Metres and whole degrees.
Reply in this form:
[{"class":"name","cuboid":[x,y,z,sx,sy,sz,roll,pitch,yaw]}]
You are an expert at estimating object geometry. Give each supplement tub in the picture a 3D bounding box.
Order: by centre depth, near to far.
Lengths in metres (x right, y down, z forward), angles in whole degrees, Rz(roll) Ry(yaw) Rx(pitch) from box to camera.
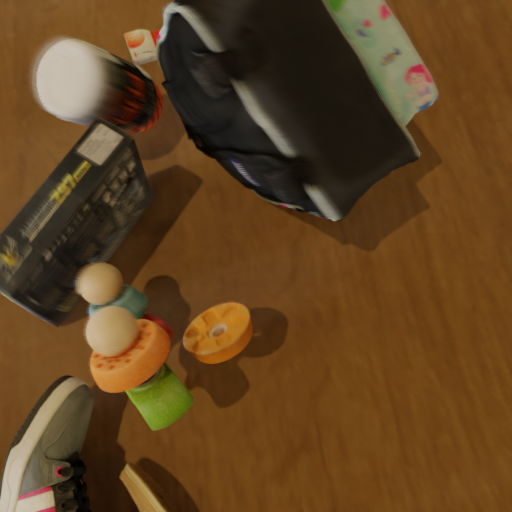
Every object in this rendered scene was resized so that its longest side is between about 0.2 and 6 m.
[{"class":"supplement tub","cuboid":[-2.200,-2.396,8.230,1.091,1.780,1.091,1,94,23]}]

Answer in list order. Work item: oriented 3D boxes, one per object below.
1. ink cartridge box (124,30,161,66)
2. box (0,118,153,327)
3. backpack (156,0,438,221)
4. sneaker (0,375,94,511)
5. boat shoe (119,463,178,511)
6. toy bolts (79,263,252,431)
[{"class":"ink cartridge box","cuboid":[-1.890,-3.766,9.959,0.772,0.194,0.626,-20,73,-4]},{"class":"box","cuboid":[-2.493,-0.368,7.769,0.646,1.996,2.531,31,74,8]},{"class":"backpack","cuboid":[0.265,-2.231,7.449,2.741,3.640,3.232,-42,107,-11]},{"class":"sneaker","cuboid":[-2.144,3.361,6.816,2.058,1.425,3.409,15,79,10]},{"class":"boat shoe","cuboid":[-1.273,3.524,7.200,0.623,0.664,1.802,-40,71,-10]},{"class":"toy bolts","cuboid":[-1.307,0.723,6.891,1.966,1.428,2.059,-38,31,-21]}]
